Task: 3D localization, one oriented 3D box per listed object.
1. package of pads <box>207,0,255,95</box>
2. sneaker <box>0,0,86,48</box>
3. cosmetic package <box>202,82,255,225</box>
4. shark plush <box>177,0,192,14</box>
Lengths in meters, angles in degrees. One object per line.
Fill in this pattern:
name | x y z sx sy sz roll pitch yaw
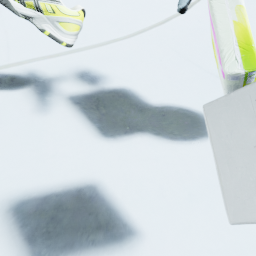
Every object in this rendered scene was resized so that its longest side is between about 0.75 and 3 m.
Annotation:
package of pads | 2.164 -1.769 5.895 0.695 1.574 2.038 -10 75 17
sneaker | -2.377 -3.187 6.704 2.984 1.140 1.125 28 12 -37
cosmetic package | 1.943 0.155 2.861 1.376 1.645 1.368 2 72 -38
shark plush | 1.114 -3.125 5.632 0.965 1.052 2.316 -3 77 17
